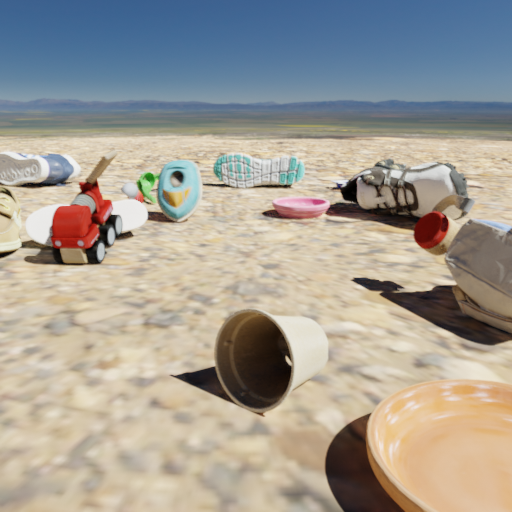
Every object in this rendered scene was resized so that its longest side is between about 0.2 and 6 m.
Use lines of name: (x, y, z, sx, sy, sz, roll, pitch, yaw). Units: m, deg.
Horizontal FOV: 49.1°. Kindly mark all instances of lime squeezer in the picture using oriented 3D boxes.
lime squeezer: (-2.632, -1.777, 14.275, 0.907, 0.484, 2.568, 12, 27, 2)

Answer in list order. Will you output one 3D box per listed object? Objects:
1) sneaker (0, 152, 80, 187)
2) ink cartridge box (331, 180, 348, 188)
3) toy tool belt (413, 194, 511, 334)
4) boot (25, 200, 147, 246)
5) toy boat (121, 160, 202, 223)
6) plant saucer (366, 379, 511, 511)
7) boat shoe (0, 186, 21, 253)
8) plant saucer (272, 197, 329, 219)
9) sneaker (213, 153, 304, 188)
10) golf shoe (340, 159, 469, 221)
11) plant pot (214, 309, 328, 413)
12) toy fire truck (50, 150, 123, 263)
sneaker: (-6.287, -2.517, 16.303, 2.370, 0.955, 1.735, 6, 10, 29)
ink cartridge box: (2.655, -1.971, 15.499, 1.118, 0.219, 0.556, -3, 16, -17)
toy tool belt: (2.915, 0.188, 6.500, 1.319, 1.340, 2.146, 28, 5, -28)
boot: (-3.003, -0.554, 9.917, 2.036, 0.741, 0.920, -8, 0, -24)
toy boat: (-1.885, -1.304, 11.326, 1.579, 1.327, 0.734, -7, -15, 6)
plant saucer: (1.599, 1.349, 3.563, 1.788, 0.335, 1.788, 0, 17, 0)
boat shoe: (-4.546, -0.650, 9.571, 0.993, 0.890, 2.682, -6, 17, -21)
plant saucer: (0.950, -1.022, 11.972, 1.218, 0.309, 1.218, 0, 15, 0)
sneaker: (0.080, -2.333, 15.910, 2.574, 0.999, 1.174, 6, 1, 5)
golf shoe: (2.932, -1.202, 11.425, 1.522, 1.252, 3.221, -19, 15, -17)
plant pot: (0.202, 0.828, 4.762, 0.828, 0.828, 0.758, 13, 9, 38)
toy fire truck: (-2.548, -0.778, 8.536, 0.962, 1.496, 1.317, 0, 31, 8)
